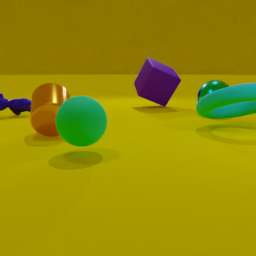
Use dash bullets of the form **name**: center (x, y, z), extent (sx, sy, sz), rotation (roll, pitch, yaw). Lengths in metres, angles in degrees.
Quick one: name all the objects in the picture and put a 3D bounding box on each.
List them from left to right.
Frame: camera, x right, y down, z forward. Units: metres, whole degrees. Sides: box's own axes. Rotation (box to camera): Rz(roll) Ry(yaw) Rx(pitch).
- **cow figurine**: center (-3.797, -0.792, 9.346), extent (1.048, 0.575, 1.032), rotation (-9, -17, 7)
- **cylinder**: center (-1.824, -0.443, 6.694), extent (0.947, 0.947, 0.947), rotation (-3, 39, -14)
- **ball**: center (-0.851, -0.123, 5.167), extent (0.940, 0.940, 0.940), rotation (0, 12, 0)
- **cube**: center (1.174, -1.907, 11.593), extent (1.315, 1.315, 1.315), rotation (20, 27, -19)
- **ball**: center (3.012, -1.057, 9.719), extent (1.208, 1.208, 1.208), rotation (0, 12, 0)
- **ring**: center (2.819, -0.651, 7.244), extent (2.084, 0.417, 2.084), rotation (-5, -12, -1)
